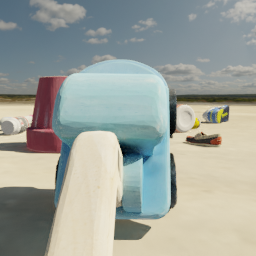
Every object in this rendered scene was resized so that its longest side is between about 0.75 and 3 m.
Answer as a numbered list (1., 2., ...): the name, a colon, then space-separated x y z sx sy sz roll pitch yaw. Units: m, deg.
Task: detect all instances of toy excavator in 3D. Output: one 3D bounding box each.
1. toy excavator: -0.171 0.249 2.281 1.320 2.570 2.643 1 -22 4

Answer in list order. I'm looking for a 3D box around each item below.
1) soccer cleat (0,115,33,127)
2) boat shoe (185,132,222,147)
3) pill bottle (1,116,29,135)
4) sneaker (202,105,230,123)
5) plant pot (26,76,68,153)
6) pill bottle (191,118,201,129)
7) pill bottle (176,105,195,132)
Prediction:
1. soccer cleat: -4.247 -0.154 11.252 1.670 0.583 0.721 -6 25 -34
2. boat shoe: 2.045 0.279 7.627 0.404 0.355 1.134 -7 8 -37
3. pill bottle: -3.976 -0.084 9.873 0.598 0.598 1.032 1 7 5
4. sneaker: 4.777 -0.756 14.930 0.995 0.894 2.418 2 5 36
5. plant pot: -1.623 -0.398 7.270 1.990 1.781 1.990 -1 6 0
6. pill bottle: 2.538 -0.186 11.456 0.847 0.463 0.463 -5 8 -34
7. pill bottle: 1.660 -0.416 11.020 1.020 1.020 1.863 -3 7 -29
